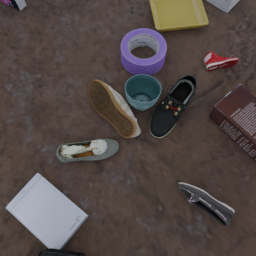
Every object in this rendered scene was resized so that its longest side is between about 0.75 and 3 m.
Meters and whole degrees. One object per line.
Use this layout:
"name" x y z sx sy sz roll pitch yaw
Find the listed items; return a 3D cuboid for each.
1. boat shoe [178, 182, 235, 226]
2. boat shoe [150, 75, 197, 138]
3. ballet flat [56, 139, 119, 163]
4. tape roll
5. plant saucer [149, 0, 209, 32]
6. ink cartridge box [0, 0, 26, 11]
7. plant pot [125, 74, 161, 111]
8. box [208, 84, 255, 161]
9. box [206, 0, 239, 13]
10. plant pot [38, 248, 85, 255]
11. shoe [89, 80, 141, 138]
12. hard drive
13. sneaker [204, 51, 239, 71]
"boat shoe" 2.419 2.408 8.899 1.968 0.658 0.561 28 65 8
"boat shoe" 1.612 -0.819 10.133 0.949 0.813 2.594 34 77 6
"ballet flat" -1.369 0.754 9.570 2.163 0.689 0.729 -10 69 -4
"tape roll" 0.604 -3.006 11.116 1.792 0.761 1.792 0 67 -1
"plant saucer" 2.088 -5.050 12.094 2.242 0.543 2.241 -7 68 -3
"ink cartridge box" -5.228 -6.165 11.330 1.334 2.818 0.523 30 70 13
"plant pot" 0.514 -1.164 10.091 1.276 0.855 1.276 1 57 -1
"box" 4.325 -0.045 9.749 1.376 1.029 2.747 -37 74 -14
"box" 4.077 -6.370 11.917 1.879 1.869 1.228 39 72 15
"plant pot" -1.895 4.120 7.632 1.593 1.589 1.413 6 70 3
"shoe" -0.499 -0.695 10.227 0.961 0.734 2.749 -49 66 26
"hard drive" -2.595 2.690 8.971 2.222 0.296 1.466 36 72 13
"sneaker" 3.677 -2.796 11.166 1.337 0.524 0.773 -12 69 -6
